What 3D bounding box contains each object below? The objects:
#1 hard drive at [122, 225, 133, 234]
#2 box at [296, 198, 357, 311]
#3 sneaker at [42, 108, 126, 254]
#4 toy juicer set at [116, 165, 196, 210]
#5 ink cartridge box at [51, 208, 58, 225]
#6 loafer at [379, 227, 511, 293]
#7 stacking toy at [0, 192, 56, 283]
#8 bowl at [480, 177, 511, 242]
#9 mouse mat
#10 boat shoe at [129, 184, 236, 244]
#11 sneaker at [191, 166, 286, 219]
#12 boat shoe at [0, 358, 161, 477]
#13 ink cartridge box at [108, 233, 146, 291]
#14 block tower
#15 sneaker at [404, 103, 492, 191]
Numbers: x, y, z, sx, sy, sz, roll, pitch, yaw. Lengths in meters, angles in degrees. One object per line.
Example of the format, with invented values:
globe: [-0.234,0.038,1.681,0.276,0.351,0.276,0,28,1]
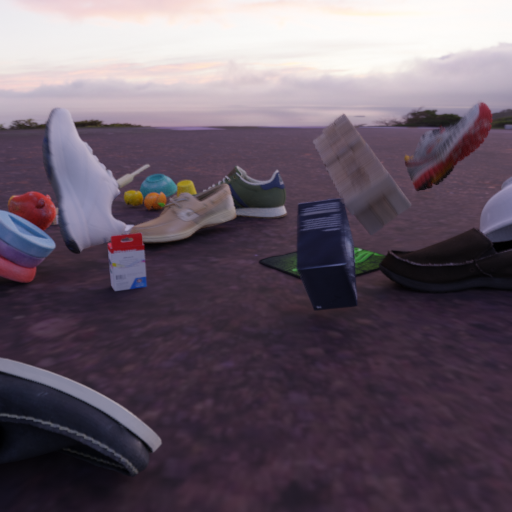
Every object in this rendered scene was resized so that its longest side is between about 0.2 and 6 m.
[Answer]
hard drive: [-3.163,-0.588,12.473,0.783,0.105,0.517,2,17,4]
box: [0.991,-0.005,7.757,0.658,1.102,1.121,-7,54,15]
sneaker: [-3.187,-1.404,10.246,1.172,2.691,1.003,-14,-4,-25]
toy juicer set: [-2.988,-1.753,15.548,1.695,0.725,2.664,-29,37,-32]
ink cartridge box: [-4.741,-0.965,13.447,0.588,0.268,0.713,14,21,36]
loafer: [3.329,-0.013,9.001,2.715,0.969,0.991,-1,17,-2]
stacking toy: [-4.454,-0.739,9.466,2.283,1.065,2.522,33,5,-27]
bowl: [4.978,-0.848,9.756,2.365,1.063,2.365,-3,-16,-1]
mouse mat: [1.353,0.098,10.243,2.157,0.081,1.736,-12,20,-37]
boat shoe: [-1.557,-0.912,11.871,2.674,0.869,0.965,-22,21,-39]
sneaker: [-0.594,-1.644,14.019,2.754,1.236,0.923,3,17,9]
boat shoe: [-2.321,1.406,4.683,3.127,1.123,1.057,11,56,11]
ink cartridge box: [-2.049,0.064,8.874,0.523,0.900,0.303,-7,18,-23]
block tower: [1.626,-1.382,9.049,0.763,0.817,2.825,-36,25,16]
sneaker: [3.541,-2.145,10.653,0.824,0.869,2.116,-12,-23,-34]
